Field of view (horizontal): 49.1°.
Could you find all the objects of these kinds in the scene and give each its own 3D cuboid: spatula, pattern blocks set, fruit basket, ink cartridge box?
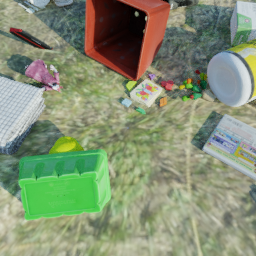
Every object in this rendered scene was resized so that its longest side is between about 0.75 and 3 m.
[{"bbox_3d":[-3.872,-4.871,11.136,1.016,0.082,0.706,37,64,23],"label":"spatula"},{"bbox_3d":[0.571,-1.077,8.468,1.372,0.127,1.561,21,58,14],"label":"pattern blocks set"},{"bbox_3d":[-1.425,1.069,6.465,2.106,1.519,2.106,-5,12,1],"label":"fruit basket"},{"bbox_3d":[4.687,-3.508,9.695,2.030,0.888,1.475,8,56,7],"label":"ink cartridge box"}]

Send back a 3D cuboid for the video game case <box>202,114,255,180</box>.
[{"bbox_3d":[2.951,0.453,7.381,1.526,0.168,1.389,31,60,19],"label":"video game case"}]

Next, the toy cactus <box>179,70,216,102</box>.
[{"bbox_3d":[2.133,-1.171,8.316,1.059,0.656,1.283,34,53,10],"label":"toy cactus"}]

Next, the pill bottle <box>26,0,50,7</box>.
[{"bbox_3d":[-3.778,-5.623,10.979,1.139,1.139,2.029,-25,57,-16],"label":"pill bottle"}]

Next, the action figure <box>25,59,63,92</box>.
[{"bbox_3d":[-2.499,-1.468,8.548,1.277,0.951,0.855,41,83,3],"label":"action figure"}]

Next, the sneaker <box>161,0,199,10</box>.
[{"bbox_3d":[1.860,-4.866,10.868,1.689,0.561,0.764,15,59,14],"label":"sneaker"}]

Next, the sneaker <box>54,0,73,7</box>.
[{"bbox_3d":[-2.854,-6.173,11.389,1.035,1.135,2.769,-20,58,-13],"label":"sneaker"}]

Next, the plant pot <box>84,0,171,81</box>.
[{"bbox_3d":[0.119,-3.194,8.843,2.200,2.198,1.939,33,49,21],"label":"plant pot"}]

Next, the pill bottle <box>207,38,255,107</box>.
[{"bbox_3d":[3.859,-1.812,8.090,2.831,1.586,1.586,-24,59,-17],"label":"pill bottle"}]

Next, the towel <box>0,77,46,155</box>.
[{"bbox_3d":[-3.347,-0.352,7.560,1.634,0.844,1.973,16,59,13],"label":"towel"}]

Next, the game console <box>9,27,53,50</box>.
[{"bbox_3d":[-3.121,-2.869,9.007,1.043,1.180,0.183,19,88,43],"label":"game console"}]
